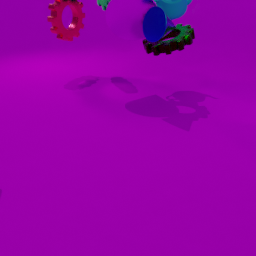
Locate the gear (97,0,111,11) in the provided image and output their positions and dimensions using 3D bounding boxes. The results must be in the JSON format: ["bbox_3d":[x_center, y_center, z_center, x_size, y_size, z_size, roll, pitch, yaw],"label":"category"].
[{"bbox_3d":[-0.903,-4.976,9.707,0.305,1.650,1.650,-27,35,-16],"label":"gear"}]

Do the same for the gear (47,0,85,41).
[{"bbox_3d":[-2.166,-3.957,9.998,0.299,1.614,1.614,19,33,27],"label":"gear"}]

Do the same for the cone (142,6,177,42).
[{"bbox_3d":[0.973,-2.640,7.255,0.856,0.853,0.853,-9,27,-38],"label":"cone"}]

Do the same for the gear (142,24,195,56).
[{"bbox_3d":[1.138,-2.501,7.886,1.424,0.263,1.424,-13,37,10],"label":"gear"}]

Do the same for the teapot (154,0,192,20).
[{"bbox_3d":[1.385,-3.931,8.672,1.672,0.819,1.040,-13,63,-3],"label":"teapot"}]

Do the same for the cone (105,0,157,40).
[{"bbox_3d":[0.155,-3.730,8.389,1.525,1.525,1.530,1,53,3],"label":"cone"}]
